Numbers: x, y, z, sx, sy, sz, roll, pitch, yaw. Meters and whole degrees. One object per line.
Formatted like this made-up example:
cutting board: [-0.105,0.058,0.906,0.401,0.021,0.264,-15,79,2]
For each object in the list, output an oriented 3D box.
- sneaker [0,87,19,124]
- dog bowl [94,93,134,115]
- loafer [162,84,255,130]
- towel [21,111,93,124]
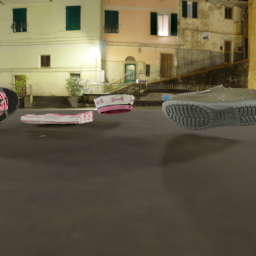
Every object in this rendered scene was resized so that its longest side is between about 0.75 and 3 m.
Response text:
sneaker: [-3.438,-0.544,6.840,1.389,1.151,2.913,-10,10,16]
dog bowl: [-0.615,-1.087,13.135,1.909,0.704,1.909,-5,-5,-1]
loafer: [1.954,-0.496,6.455,2.309,0.868,0.804,3,44,23]
towel: [-2.297,-0.381,9.657,1.864,0.381,2.547,0,4,3]
